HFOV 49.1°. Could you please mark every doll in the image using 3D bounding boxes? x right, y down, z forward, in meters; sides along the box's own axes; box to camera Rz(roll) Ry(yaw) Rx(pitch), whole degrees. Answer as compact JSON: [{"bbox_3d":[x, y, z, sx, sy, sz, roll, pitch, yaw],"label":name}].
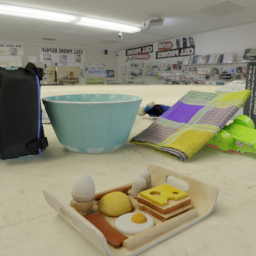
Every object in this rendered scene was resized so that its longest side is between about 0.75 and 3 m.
[{"bbox_3d":[1.380,-0.719,11.786,2.367,0.573,1.615,5,-14,35],"label":"doll"}]

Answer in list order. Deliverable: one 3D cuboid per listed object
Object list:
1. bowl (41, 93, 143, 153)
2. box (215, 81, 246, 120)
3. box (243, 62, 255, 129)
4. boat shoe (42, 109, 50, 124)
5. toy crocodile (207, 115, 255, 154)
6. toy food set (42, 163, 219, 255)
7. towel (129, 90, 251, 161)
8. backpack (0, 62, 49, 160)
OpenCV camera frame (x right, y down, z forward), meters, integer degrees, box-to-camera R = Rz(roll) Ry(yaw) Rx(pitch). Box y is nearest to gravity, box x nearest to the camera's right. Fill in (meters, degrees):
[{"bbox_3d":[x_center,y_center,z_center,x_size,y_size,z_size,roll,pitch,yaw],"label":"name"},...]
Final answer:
[{"bbox_3d":[-0.920,-0.164,7.500,2.616,1.368,2.616,0,10,0],"label":"bowl"},{"bbox_3d":[4.896,-1.197,12.099,1.581,1.354,1.573,-25,23,-30],"label":"box"},{"bbox_3d":[4.608,-0.724,7.858,1.381,2.313,2.352,-5,12,-24],"label":"box"},{"bbox_3d":[-3.590,-0.597,11.336,2.305,0.739,0.850,2,11,9],"label":"boat shoe"},{"bbox_3d":[2.429,0.157,7.478,0.940,0.860,2.784,-36,27,-21],"label":"toy crocodile"},{"bbox_3d":[0.067,0.916,3.914,2.059,0.622,1.477,-9,14,-38],"label":"toy food set"},{"bbox_3d":[1.647,-0.240,7.542,2.980,0.339,2.140,-37,27,-24],"label":"towel"},{"bbox_3d":[-3.019,-0.413,6.843,1.722,2.144,2.343,-5,8,-24],"label":"backpack"}]
